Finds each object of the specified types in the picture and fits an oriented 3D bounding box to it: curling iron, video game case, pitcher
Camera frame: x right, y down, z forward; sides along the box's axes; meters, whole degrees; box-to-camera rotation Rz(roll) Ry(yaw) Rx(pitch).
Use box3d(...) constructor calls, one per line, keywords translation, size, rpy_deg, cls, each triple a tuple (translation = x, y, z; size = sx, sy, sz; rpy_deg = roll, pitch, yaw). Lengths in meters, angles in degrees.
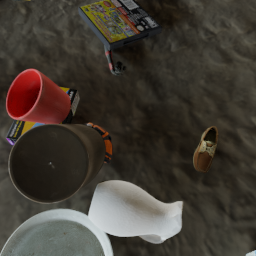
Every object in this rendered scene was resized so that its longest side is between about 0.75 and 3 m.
box3d(translation=(-0.602, -2.708, 10.290), size=(0.552, 0.284, 2.225), rpy_deg=(-3, 52, -27), cls="curling iron")
box3d(translation=(-0.338, -4.233, 10.995), size=(2.340, 0.330, 2.590), rpy_deg=(-25, 60, -20), cls="video game case")
box3d(translation=(0.092, 1.923, 6.035), size=(1.809, 1.552, 1.097), rpy_deg=(15, 41, 0), cls="pitcher")

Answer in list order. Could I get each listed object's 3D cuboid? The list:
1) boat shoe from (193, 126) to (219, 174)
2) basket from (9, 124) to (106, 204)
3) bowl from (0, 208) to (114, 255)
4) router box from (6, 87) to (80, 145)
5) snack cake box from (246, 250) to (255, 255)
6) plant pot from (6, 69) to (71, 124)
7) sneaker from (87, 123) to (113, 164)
box3d(translation=(2.285, 0.570, 8.144), size=(0.563, 0.550, 1.489), rpy_deg=(17, 61, 10), cls="boat shoe")
box3d(translation=(-1.540, 0.745, 6.221), size=(2.296, 2.547, 1.732), rpy_deg=(-33, 89, -7), cls="basket")
box3d(translation=(-1.521, 3.170, 6.262), size=(2.486, 1.117, 2.486), rpy_deg=(0, 60, 0), cls="bowl")
box3d(translation=(-2.564, -0.345, 8.692), size=(1.577, 0.540, 2.114), rpy_deg=(9, 60, 5), cls="router box")
box3d(translation=(3.816, 3.769, 6.087), size=(2.379, 0.799, 1.368), rpy_deg=(15, 59, 9), cls="snack cake box")
box3d(translation=(-2.043, -0.636, 6.645), size=(1.229, 1.087, 1.229), rpy_deg=(-10, 70, 31), cls="plant pot")
box3d(translation=(-1.077, 0.913, 7.825), size=(1.109, 0.768, 1.979), rpy_deg=(29, 80, -4), cls="sneaker")
